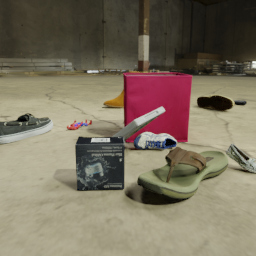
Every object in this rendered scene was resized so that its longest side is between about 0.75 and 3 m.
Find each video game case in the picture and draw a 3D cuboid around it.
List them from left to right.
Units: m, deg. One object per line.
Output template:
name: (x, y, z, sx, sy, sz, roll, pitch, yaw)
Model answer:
video game case: (0.017, 0.105, 7.710, 1.801, 0.198, 1.642, -38, -6, 34)

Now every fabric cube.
fabric cube: (0.911, -0.813, 9.792, 2.117, 2.151, 2.158, -2, 14, -2)

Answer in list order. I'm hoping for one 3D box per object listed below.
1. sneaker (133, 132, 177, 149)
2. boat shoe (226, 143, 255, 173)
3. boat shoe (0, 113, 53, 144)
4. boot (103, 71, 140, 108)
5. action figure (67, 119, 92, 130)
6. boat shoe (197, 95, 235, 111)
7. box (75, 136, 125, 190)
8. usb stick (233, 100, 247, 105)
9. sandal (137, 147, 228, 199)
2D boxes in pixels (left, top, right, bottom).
sneaker: (0.829, 0.400, 8.266, 1.322, 0.498, 0.583, -6, 15, -21)
boat shoe: (2.798, 0.738, 6.731, 0.336, 0.292, 0.911, -15, 46, -44)
boat shoe: (-3.576, -0.111, 9.843, 0.894, 0.737, 2.604, 6, 15, 23)
boot: (0.003, -2.161, 15.636, 2.803, 2.007, 0.986, -1, 13, -4)
action figure: (-1.944, -0.142, 10.977, 0.412, 0.326, 1.260, 11, 20, 29)
boat shoe: (4.827, -1.451, 15.187, 0.754, 0.840, 2.271, -16, 20, -34)
box: (-0.561, 0.723, 5.833, 0.984, 1.000, 0.587, -1, 14, -3)
usb stick: (6.307, -1.588, 16.973, 1.637, 0.267, 0.454, 12, 18, 39)
sandal: (1.229, 0.757, 6.071, 1.142, 0.820, 2.875, 11, 18, 39)
